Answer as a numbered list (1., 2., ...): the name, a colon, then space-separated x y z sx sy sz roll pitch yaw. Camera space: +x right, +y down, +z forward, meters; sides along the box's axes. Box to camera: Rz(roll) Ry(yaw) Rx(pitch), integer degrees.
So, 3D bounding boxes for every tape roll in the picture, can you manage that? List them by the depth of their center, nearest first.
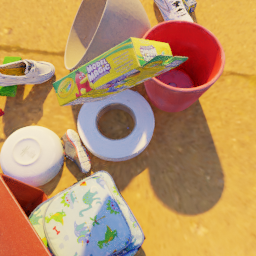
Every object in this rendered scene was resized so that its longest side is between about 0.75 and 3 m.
1. tape roll: -0.321 -0.132 7.727 2.119 0.387 2.119 0 68 0

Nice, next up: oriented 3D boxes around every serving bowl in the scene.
1. serving bowl: -2.557 0.677 7.332 1.688 0.555 1.688 0 70 -1

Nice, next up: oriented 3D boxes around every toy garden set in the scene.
1. toy garden set: -4.558 -0.952 7.992 2.794 0.558 2.329 2 67 0

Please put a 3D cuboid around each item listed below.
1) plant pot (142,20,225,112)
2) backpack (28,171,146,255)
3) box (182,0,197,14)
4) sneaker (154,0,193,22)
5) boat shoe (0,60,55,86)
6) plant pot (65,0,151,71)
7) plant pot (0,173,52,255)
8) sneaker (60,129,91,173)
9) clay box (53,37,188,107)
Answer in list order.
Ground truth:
1. plant pot: 1.278 -1.449 7.456 2.078 1.839 2.078 0 69 1
2. backpack: -1.003 2.199 6.092 2.245 1.650 2.055 -29 66 -9
3. box: 1.857 -4.334 9.356 0.336 0.366 1.045 -27 71 -10
4. sneaker: 1.445 -3.877 8.969 0.785 0.791 2.183 -26 73 -11
5. boat shoe: -2.813 -1.610 7.817 1.787 0.624 0.634 -15 81 -38
6. plant pot: -0.392 -2.555 7.751 1.801 2.683 2.683 19 66 -29
7. plant pot: -2.301 2.786 5.472 2.275 2.579 2.581 -38 73 -11
8. sneaker: -1.426 0.679 7.467 0.520 0.489 1.270 -33 70 17
9. clay box: -0.126 -0.842 4.218 1.843 1.059 0.439 -20 88 35
